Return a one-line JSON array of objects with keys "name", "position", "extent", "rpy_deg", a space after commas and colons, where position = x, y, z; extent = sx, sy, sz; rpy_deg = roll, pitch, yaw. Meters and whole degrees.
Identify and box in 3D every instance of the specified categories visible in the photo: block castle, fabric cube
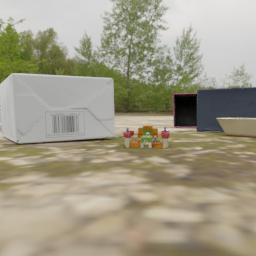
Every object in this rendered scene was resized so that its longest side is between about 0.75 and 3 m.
[{"name": "block castle", "position": [0.331, 0.139, 4.857], "extent": [0.778, 0.365, 0.520], "rpy_deg": [0, 3, 8]}, {"name": "fabric cube", "position": [2.474, -0.670, 11.144], "extent": [1.301, 1.326, 1.322], "rpy_deg": [0, 1, 11]}]

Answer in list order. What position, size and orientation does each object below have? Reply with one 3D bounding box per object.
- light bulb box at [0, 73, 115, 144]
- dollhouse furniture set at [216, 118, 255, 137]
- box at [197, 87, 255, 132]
[{"name": "light bulb box", "position": [-1.699, -0.437, 6.428], "extent": [2.111, 1.329, 2.130], "rpy_deg": [-2, 3, -30]}, {"name": "dollhouse furniture set", "position": [2.957, -0.686, 6.104], "extent": [2.087, 1.870, 2.634], "rpy_deg": [-2, 4, -37]}, {"name": "box", "position": [3.620, -0.574, 8.997], "extent": [2.276, 1.359, 2.315], "rpy_deg": [1, 5, 29]}]
